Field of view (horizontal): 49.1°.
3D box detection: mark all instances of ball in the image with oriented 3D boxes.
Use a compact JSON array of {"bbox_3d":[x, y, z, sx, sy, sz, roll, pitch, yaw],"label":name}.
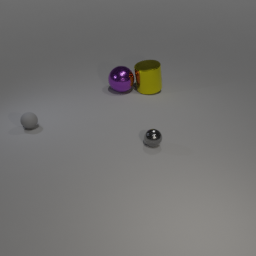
[{"bbox_3d":[0.964,0.376,10.749,0.700,0.700,0.700,0,31,0],"label":"ball"},{"bbox_3d":[-4.172,-0.325,11.820,0.700,0.700,0.700,0,31,0],"label":"ball"},{"bbox_3d":[-0.357,-2.606,14.960,1.400,1.400,1.400,0,31,0],"label":"ball"}]

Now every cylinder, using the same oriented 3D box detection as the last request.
[{"bbox_3d":[1.093,-2.734,14.997,1.400,1.400,1.400,-6,36,5],"label":"cylinder"}]
